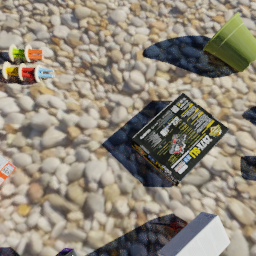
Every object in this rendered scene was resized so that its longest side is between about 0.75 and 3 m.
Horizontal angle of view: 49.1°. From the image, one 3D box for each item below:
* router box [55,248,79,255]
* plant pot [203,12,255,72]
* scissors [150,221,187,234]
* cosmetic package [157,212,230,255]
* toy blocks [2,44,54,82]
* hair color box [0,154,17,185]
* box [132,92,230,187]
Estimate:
[{"bbox_3d":[-1.307,3.931,5.580,1.739,0.595,2.332,-30,93,-40],"label":"router box"},{"bbox_3d":[3.557,-2.654,9.187,1.552,1.552,1.474,-43,85,-18],"label":"plant pot"},{"bbox_3d":[1.081,2.529,7.384,0.988,0.069,0.361,19,69,10],"label":"scissors"},{"bbox_3d":[1.577,2.811,6.590,1.630,0.581,0.826,-30,99,-29],"label":"cosmetic package"},{"bbox_3d":[-3.176,-2.149,9.298,1.594,0.579,1.329,5,65,3],"label":"toy blocks"},{"bbox_3d":[-4.253,1.462,7.548,1.160,0.669,2.092,35,71,16],"label":"hair color box"},{"bbox_3d":[1.512,0.265,8.157,1.814,0.560,2.271,42,71,16],"label":"box"}]
